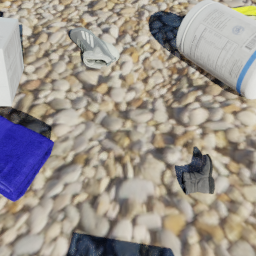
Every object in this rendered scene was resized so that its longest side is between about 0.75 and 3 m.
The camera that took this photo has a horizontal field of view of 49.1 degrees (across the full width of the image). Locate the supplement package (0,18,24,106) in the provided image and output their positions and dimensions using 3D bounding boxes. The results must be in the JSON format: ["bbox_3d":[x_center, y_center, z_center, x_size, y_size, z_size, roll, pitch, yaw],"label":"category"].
[{"bbox_3d":[-3.705,-1.769,7.207,1.565,1.554,2.062,0,39,-10],"label":"supplement package"}]

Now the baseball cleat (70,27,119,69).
[{"bbox_3d":[-1.247,-2.518,8.741,1.984,0.692,1.056,29,55,23],"label":"baseball cleat"}]

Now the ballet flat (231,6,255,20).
[{"bbox_3d":[3.474,-3.579,9.536,2.712,0.906,0.909,-16,56,-16],"label":"ballet flat"}]

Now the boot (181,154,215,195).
[{"bbox_3d":[1.484,0.964,6.045,0.658,0.349,1.000,1,45,7],"label":"boot"}]

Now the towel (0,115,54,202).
[{"bbox_3d":[-2.798,0.473,5.943,2.051,0.508,1.514,23,66,12],"label":"towel"}]

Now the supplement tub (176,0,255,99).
[{"bbox_3d":[2.882,-2.200,7.761,1.787,1.787,2.709,-29,55,-22],"label":"supplement tub"}]
